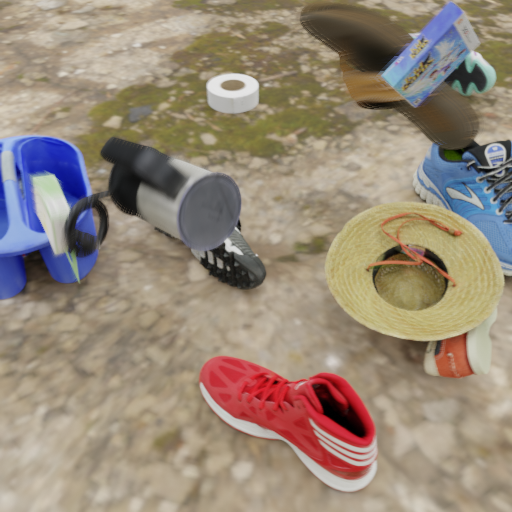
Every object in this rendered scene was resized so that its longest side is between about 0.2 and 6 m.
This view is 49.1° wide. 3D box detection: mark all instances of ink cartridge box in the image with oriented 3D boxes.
[{"bbox_3d":[-2.507,-0.303,7.049,0.281,1.171,0.852,-14,46,-27],"label":"ink cartridge box"}]

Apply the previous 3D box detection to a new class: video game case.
[{"bbox_3d":[1.830,-2.048,5.836,0.211,0.930,0.843,54,24,22],"label":"video game case"}]

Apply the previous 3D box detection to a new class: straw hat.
[{"bbox_3d":[2.259,0.467,8.289,2.605,1.102,2.605,-3,48,3],"label":"straw hat"}]

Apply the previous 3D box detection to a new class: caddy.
[{"bbox_3d":[-3.894,-0.858,9.306,2.284,1.696,3.231,-15,45,-14],"label":"caddy"}]

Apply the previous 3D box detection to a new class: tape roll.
[{"bbox_3d":[-0.557,-3.908,13.461,1.238,0.433,1.238,1,43,-1],"label":"tape roll"}]

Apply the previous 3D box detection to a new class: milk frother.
[{"bbox_3d":[-1.260,-0.460,6.477,1.466,1.559,1.407,26,6,42],"label":"milk frother"}]

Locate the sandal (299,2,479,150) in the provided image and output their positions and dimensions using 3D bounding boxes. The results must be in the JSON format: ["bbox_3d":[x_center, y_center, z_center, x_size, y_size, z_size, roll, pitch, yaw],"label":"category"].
[{"bbox_3d":[1.942,-2.474,8.295,0.910,3.335,1.363,-58,27,-6],"label":"sandal"}]

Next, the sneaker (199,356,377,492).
[{"bbox_3d":[0.368,1.632,6.798,2.570,1.484,1.007,23,48,23],"label":"sneaker"}]

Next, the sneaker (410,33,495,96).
[{"bbox_3d":[5.162,-5.166,14.270,2.071,1.151,2.961,-30,51,-27],"label":"sneaker"}]

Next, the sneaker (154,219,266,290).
[{"bbox_3d":[-0.678,-0.543,9.494,1.316,0.967,2.909,-34,51,-27],"label":"sneaker"}]

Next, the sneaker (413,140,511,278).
[{"bbox_3d":[3.957,-1.051,9.593,1.392,1.580,3.545,-16,46,-16],"label":"sneaker"}]

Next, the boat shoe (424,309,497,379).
[{"bbox_3d":[3.004,0.867,8.152,0.746,0.849,2.386,-18,24,35],"label":"boat shoe"}]
